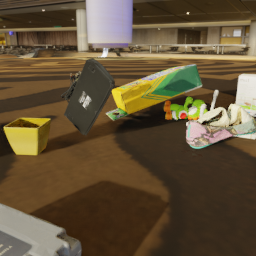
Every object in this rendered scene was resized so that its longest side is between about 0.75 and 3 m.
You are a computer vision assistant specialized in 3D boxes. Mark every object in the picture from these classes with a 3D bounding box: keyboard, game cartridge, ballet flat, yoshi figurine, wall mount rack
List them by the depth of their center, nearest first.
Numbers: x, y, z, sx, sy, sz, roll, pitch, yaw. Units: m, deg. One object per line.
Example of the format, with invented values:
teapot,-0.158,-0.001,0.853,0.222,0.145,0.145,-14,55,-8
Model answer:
game cartridge,-1.860,1.605,2.583,1.690,0.527,2.537,5,18,29
keyboard,-0.920,-0.774,6.418,1.102,2.117,0.419,47,49,8
ballet flat,2.521,-0.142,7.206,2.389,0.850,0.826,-13,21,-24
wall mount rack,3.134,-0.429,8.208,2.612,0.974,2.269,9,19,25
yoshi figurine,1.925,-0.630,9.150,1.377,0.771,0.774,4,1,24

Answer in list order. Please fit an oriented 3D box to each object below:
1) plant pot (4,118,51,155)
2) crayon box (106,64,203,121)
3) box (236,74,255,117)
plant pot,-2.317,0.210,6.602,0.802,0.707,0.802,2,17,6
crayon box,0.628,-1.207,9.066,2.929,0.755,1.841,-22,13,-7
box,4.623,-1.102,9.642,1.582,1.396,0.765,11,21,34
